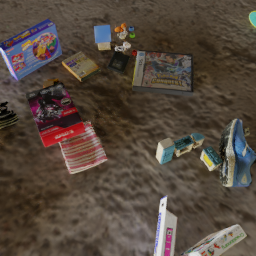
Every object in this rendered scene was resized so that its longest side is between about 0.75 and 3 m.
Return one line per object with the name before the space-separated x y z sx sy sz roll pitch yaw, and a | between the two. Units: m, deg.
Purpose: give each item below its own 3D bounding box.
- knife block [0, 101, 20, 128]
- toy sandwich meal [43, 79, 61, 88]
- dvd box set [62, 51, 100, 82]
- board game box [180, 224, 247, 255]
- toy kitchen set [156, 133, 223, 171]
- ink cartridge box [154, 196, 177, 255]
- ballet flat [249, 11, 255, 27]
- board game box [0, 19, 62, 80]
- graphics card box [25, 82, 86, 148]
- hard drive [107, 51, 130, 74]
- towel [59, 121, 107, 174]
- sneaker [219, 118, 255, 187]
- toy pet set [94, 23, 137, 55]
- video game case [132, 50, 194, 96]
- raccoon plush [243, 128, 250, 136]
knife block | -5.305 -0.144 10.477 2.197 1.928 0.703 -46 55 24
toy sandwich meal | -3.167 -1.814 11.745 0.797 0.273 0.797 0 56 0
dvd box set | -2.081 -2.748 12.416 1.062 0.213 1.452 -37 63 -22
board game box | 2.137 3.134 7.364 1.250 1.980 0.343 -26 68 -16
toy kitchen set | 2.078 0.931 9.428 1.754 1.033 1.405 -23 59 -14
ink cartridge box | 0.998 3.060 7.644 0.422 1.078 2.277 8 70 0
ballet flat | 6.949 -5.076 13.807 2.091 0.699 0.701 43 44 22
board game box | -4.075 -3.339 11.960 2.418 1.626 0.541 -39 64 -24
graphics card box | -2.769 -0.583 10.567 1.571 0.637 2.505 -21 51 -14
hard drive | -0.405 -2.925 12.474 0.743 0.175 1.065 21 58 -1
towel | -1.712 0.624 10.092 1.397 0.286 1.909 -20 58 -14
sneaker | 3.817 0.851 9.639 1.130 0.996 2.536 11 65 -1
toy pet set | -0.570 -4.423 13.016 1.914 1.089 2.050 -5 55 -3
video game case | 1.550 -2.437 12.137 2.531 0.323 2.287 6 56 4
raccoon plush | 4.138 0.080 10.434 0.788 0.381 0.528 40 57 24
